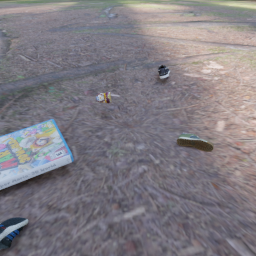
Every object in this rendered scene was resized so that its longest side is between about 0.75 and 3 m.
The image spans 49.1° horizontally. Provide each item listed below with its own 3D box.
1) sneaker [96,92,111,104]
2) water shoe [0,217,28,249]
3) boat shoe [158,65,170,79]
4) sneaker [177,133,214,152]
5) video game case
[{"bbox_3d":[-0.789,-0.950,8.994,0.441,0.367,0.980,-5,2,-10],"label":"sneaker"},{"bbox_3d":[-2.229,1.963,5.099,0.363,0.400,1.014,4,7,19],"label":"water shoe"},{"bbox_3d":[1.546,-2.578,12.416,0.538,0.439,1.456,-12,21,15],"label":"boat shoe"},{"bbox_3d":[1.920,0.342,7.898,1.017,0.341,0.457,11,33,19],"label":"sneaker"},{"bbox_3d":[-2.994,0.737,6.868,2.897,0.258,2.073,-21,34,-17],"label":"video game case"}]
